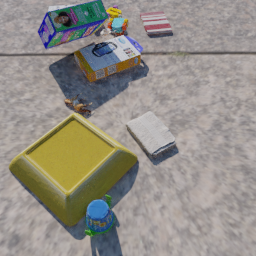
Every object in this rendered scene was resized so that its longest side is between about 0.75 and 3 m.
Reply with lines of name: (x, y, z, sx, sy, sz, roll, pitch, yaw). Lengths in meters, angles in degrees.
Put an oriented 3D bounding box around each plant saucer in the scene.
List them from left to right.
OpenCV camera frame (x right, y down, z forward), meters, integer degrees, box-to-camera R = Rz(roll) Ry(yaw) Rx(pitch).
plant saucer: (-1.559, 0.815, 7.846, 2.727, 0.661, 2.727, 34, 60, 24)

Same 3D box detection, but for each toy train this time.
toy train: (-0.953, -4.573, 12.224, 1.711, 0.634, 2.278, -26, 55, -12)

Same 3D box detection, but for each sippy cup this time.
sippy cup: (-0.707, 2.106, 6.807, 0.735, 0.686, 0.936, -8, 52, -6)

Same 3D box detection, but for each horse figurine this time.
horse figurine: (-1.643, -0.819, 9.418, 0.686, 0.258, 1.034, -26, 54, -25)

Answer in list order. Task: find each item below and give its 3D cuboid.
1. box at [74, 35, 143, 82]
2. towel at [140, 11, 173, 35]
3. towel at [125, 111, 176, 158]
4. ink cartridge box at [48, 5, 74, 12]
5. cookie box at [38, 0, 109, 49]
box: (-0.664, -2.759, 10.791, 2.454, 0.509, 1.461, -22, 55, -17)
towel: (1.243, -4.721, 12.568, 1.155, 0.182, 1.604, -8, 53, -6)
towel: (0.702, 0.155, 8.635, 1.003, 0.261, 1.514, -27, 56, -21)
ink cartridge box: (-2.681, -5.031, 12.560, 1.661, 0.563, 0.963, -5, 51, -3)
cookie box: (-2.090, -3.878, 10.542, 2.164, 1.851, 0.813, -27, 99, -26)
